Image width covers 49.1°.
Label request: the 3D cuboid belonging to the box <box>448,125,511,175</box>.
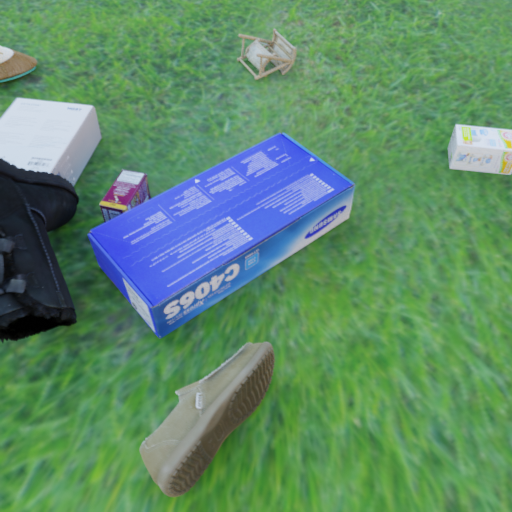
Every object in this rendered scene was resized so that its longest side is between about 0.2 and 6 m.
[{"bbox_3d":[4.531,-2.116,11.172,1.218,0.617,0.685,8,50,7],"label":"box"}]

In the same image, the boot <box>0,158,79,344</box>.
[{"bbox_3d":[-3.436,-0.072,8.682,1.165,3.148,2.579,-27,80,7],"label":"boot"}]

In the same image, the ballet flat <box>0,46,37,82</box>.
[{"bbox_3d":[-6.412,-4.370,12.896,2.696,0.975,0.914,-32,50,-25],"label":"ballet flat"}]

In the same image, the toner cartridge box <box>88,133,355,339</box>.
[{"bbox_3d":[-0.495,-0.532,9.601,4.161,0.898,1.976,-31,57,-24],"label":"toner cartridge box"}]

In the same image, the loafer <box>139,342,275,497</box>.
[{"bbox_3d":[-0.617,1.953,7.410,0.818,0.922,2.425,22,47,28],"label":"loafer"}]

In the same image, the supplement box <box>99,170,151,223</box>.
[{"bbox_3d":[-2.357,-0.989,10.170,0.515,0.654,0.999,12,49,10],"label":"supplement box"}]

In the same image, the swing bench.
[{"bbox_3d":[0.246,-4.892,13.580,1.079,0.700,1.074,-17,50,-21],"label":"swing bench"}]

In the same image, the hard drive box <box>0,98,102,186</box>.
[{"bbox_3d":[-4.274,-2.082,10.988,1.718,0.847,2.204,8,49,7],"label":"hard drive box"}]
